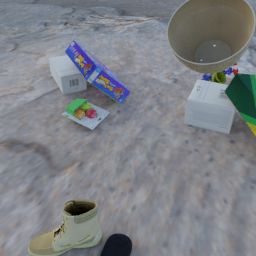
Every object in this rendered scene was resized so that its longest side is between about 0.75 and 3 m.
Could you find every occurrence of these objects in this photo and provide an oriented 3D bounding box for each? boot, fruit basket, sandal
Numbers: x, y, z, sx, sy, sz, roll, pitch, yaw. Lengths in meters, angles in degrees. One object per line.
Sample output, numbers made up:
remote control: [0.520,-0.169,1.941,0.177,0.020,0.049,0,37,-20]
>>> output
boot: [-1.316,2.023,5.690,1.535,1.193,0.559,-6,37,-9]
fruit basket: [-1.455,-0.471,9.719,1.261,0.591,1.168,28,43,10]
sandal: [-0.426,2.827,5.255,0.752,0.424,1.978,7,37,9]

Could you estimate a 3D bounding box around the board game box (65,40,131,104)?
board game box: [-1.231,-2.215,10.930,0.614,1.843,2.741,-49,42,10]

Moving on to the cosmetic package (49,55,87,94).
cosmetic package: [-2.556,-2.312,11.807,1.069,0.843,1.986,-15,39,-20]

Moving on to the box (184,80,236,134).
box: [2.892,-0.769,9.596,1.557,1.017,1.549,14,39,18]

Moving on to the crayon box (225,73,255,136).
crayon box: [4.790,-0.510,8.470,2.870,0.837,2.476,-1,48,-23]

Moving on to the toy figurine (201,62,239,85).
toy figurine: [3.630,-1.987,11.645,1.344,1.183,2.243,-7,22,42]

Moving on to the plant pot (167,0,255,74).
plant pot: [2.379,-2.449,8.009,2.248,1.509,2.248,-7,71,19]
